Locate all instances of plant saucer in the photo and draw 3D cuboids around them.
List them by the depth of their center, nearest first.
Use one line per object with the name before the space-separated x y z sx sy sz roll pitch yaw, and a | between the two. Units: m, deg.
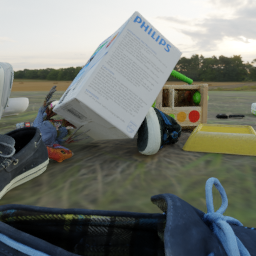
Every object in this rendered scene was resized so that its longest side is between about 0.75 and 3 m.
plant saucer | 2.076 0.188 6.045 1.607 0.389 1.607 2 9 18

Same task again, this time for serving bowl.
serving bowl | -3.829 -0.586 8.792 1.435 0.472 1.435 -12 3 1

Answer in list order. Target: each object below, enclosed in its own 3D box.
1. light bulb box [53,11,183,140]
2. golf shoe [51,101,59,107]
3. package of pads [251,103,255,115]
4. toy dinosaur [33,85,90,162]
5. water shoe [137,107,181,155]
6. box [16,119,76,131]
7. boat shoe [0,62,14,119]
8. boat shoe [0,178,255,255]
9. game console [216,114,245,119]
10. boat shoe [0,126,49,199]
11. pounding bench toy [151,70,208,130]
light bulb box | -0.293 -0.900 5.703 1.251 2.005 1.987 37 -18 -20
golf shoe | -3.553 -1.190 14.389 0.570 0.469 1.245 5 11 8
package of pads | 5.971 -0.775 11.591 1.486 0.507 1.148 2 9 14
toy dinosaur | -1.534 0.237 5.604 1.138 2.168 1.967 37 27 -13
water shoe | 0.704 -0.029 5.932 0.956 0.866 2.422 9 13 -1
box | -2.090 -0.051 7.383 1.460 0.291 0.999 -6 0 -31
boat shoe | -2.924 -0.608 6.250 0.650 1.862 0.663 31 27 9
boat shoe | 0.234 0.736 1.506 2.162 0.742 0.910 -1 9 -9
game console | 3.935 -0.442 10.764 1.041 0.126 0.614 0 9 11
boat shoe | -1.726 0.450 3.370 0.882 0.736 2.364 4 11 13
pounding bench toy | 1.358 -0.967 7.859 1.622 2.079 1.292 -3 10 -14
